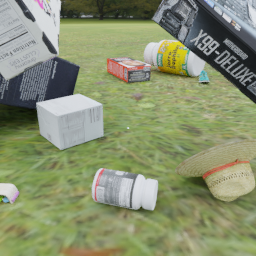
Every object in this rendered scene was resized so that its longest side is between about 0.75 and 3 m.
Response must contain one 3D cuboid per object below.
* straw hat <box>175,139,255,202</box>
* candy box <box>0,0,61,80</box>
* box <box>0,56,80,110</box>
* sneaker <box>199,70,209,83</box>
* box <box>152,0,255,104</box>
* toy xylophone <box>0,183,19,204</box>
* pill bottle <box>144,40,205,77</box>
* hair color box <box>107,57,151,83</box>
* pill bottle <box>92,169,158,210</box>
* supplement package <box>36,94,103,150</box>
[{"bbox_3d":[1.594,0.778,4.400,1.577,1.577,0.668,-7,65,-15],"label":"straw hat"},{"bbox_3d":[-1.863,-2.184,3.606,0.860,2.405,2.017,-23,44,9],"label":"candy box"},{"bbox_3d":[-3.143,-1.428,7.399,2.521,1.505,2.564,16,5,33],"label":"box"},{"bbox_3d":[3.001,-2.032,11.137,0.387,0.398,0.999,1,25,3],"label":"sneaker"},{"bbox_3d":[1.661,-1.449,4.063,2.376,0.591,1.874,35,51,-11],"label":"box"},{"bbox_3d":[-2.169,1.069,4.423,0.765,0.192,0.560,5,24,11],"label":"toy xylophone"},{"bbox_3d":[2.008,-3.125,12.346,2.496,1.408,1.408,19,30,35],"label":"pill bottle"},{"bbox_3d":[-0.011,-2.514,11.894,1.089,0.657,2.145,-11,27,-25],"label":"hair color box"},{"bbox_3d":[-0.034,0.944,4.292,0.924,0.526,0.526,7,25,14],"label":"pill bottle"},{"bbox_3d":[-1.325,-0.186,6.455,1.120,0.823,1.071,-18,30,-35],"label":"supplement package"}]
